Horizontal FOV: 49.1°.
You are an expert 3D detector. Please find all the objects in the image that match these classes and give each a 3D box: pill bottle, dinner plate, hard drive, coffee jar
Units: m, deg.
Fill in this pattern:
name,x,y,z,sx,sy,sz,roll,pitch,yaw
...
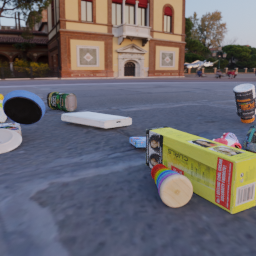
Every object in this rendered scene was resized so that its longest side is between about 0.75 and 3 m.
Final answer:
name,x,y,z,sx,sy,sz,roll,pitch,yaw
pill bottle,5.158,-1.042,12.265,0.863,1.625,0.863,-16,25,7
dinner plate,-4.081,0.341,8.624,1.525,0.185,1.525,6,29,-3
hard drive,-1.368,-0.379,12.031,2.586,0.345,1.706,9,11,38
coffee jar,-3.817,-1.529,15.984,1.980,1.033,0.845,10,15,41

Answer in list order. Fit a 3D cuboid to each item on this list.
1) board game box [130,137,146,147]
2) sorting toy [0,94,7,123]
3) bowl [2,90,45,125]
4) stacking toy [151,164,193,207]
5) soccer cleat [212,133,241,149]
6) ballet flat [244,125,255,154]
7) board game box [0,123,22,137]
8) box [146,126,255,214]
name,x,y,z,sx,sy,sz,roll,pitch,yaw
board game box,0.560,0.427,8.740,0.846,0.205,1.119,-1,5,-9
sorting toy,-6.437,-0.691,12.891,2.110,1.127,1.900,-6,33,-23
bowl,-3.618,-0.665,9.714,1.427,1.427,0.280,-1,45,-4
stacking toy,0.757,1.038,5.627,0.609,0.609,1.426,-2,8,-9
soccer cleat,2.787,0.525,7.624,0.721,0.629,1.886,22,13,29
ballet flat,4.785,0.158,8.450,2.990,1.110,1.110,-7,14,-28
board game box,-4.907,0.191,9.694,2.238,0.387,1.413,-5,14,-22
box,1.382,0.720,5.961,0.686,1.031,2.739,-8,16,-29
